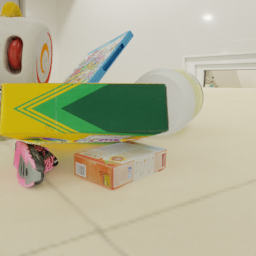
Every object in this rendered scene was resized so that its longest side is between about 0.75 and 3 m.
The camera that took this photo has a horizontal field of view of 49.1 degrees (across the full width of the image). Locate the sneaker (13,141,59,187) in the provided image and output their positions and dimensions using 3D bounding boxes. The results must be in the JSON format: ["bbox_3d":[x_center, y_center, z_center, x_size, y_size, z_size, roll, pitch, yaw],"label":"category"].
[{"bbox_3d":[-1.445,0.537,4.548,0.704,0.584,1.477,9,7,-27],"label":"sneaker"}]

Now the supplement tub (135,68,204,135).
[{"bbox_3d":[1.133,-0.799,8.089,1.812,1.812,2.500,4,11,22],"label":"supplement tub"}]

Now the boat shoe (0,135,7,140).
[{"bbox_3d":[-3.288,-0.114,6.857,0.845,0.980,2.687,0,2,30],"label":"boat shoe"}]

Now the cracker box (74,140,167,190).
[{"bbox_3d":[-0.097,0.554,4.630,0.891,0.384,1.330,11,15,42],"label":"cracker box"}]

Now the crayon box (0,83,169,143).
[{"bbox_3d":[-0.814,-0.149,5.445,2.453,0.829,2.843,-2,-5,-9],"label":"crayon box"}]

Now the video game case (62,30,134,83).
[{"bbox_3d":[-0.901,-1.411,6.634,1.619,0.201,2.263,-15,34,40],"label":"video game case"}]

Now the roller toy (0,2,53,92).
[{"bbox_3d":[-3.364,-2.166,8.411,1.738,2.488,2.269,7,53,-3],"label":"roller toy"}]
